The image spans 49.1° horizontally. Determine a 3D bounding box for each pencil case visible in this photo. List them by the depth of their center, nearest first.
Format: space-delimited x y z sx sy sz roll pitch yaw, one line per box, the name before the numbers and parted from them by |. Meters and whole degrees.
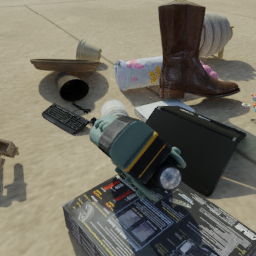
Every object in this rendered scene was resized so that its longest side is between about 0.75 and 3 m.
pencil case | 0.809 -2.020 10.001 2.569 1.068 1.165 -10 26 -16

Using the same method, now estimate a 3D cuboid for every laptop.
laptop | 1.547 0.365 6.978 2.141 1.248 2.416 26 16 24

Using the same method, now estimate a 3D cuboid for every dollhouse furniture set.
dollhouse furniture set | -3.407 1.091 5.971 1.580 0.905 1.853 13 62 4

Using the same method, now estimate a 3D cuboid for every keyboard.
keyboard | -1.715 -0.422 8.177 1.614 0.166 1.026 26 53 33

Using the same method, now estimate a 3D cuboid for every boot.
boot | 2.262 -2.431 8.612 2.767 2.969 0.954 -4 14 -11

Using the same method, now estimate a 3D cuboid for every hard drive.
hard drive | 1.094 -0.492 8.428 1.525 0.203 1.006 -15 36 -23

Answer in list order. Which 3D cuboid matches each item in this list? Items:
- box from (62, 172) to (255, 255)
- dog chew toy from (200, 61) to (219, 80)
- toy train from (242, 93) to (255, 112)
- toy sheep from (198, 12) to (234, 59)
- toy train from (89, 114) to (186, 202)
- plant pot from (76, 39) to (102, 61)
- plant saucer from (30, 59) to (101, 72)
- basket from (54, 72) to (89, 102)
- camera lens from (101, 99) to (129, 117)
box | 0.469 1.714 4.601 2.042 0.644 2.589 -25 41 -33
dog chew toy | 2.695 -1.976 10.241 1.303 0.811 0.811 34 45 29
toy train | 4.041 -0.659 8.581 0.971 0.360 1.293 25 37 35
toy sheep | 3.286 -3.981 12.178 2.985 2.058 2.058 -14 35 -20
toy train | 0.025 0.321 4.527 0.935 1.251 2.195 -48 20 -6
plant pot | -1.649 -3.230 12.090 0.902 0.986 0.986 16 35 5
plant saucer | -2.343 -2.405 10.643 2.619 0.386 2.619 2 16 -1
basket | -2.004 -1.425 9.398 1.021 0.770 1.132 -15 32 -29
camera lens | -0.352 -0.320 7.689 0.713 0.713 0.892 -7 34 -11
